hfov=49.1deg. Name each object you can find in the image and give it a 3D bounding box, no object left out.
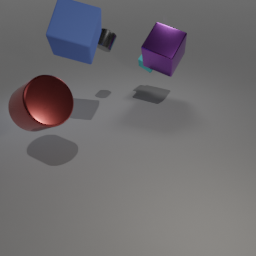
[{"bbox_3d":[-0.912,-3.567,11.414,0.700,0.700,0.700,24,-1,0],"label":"cylinder"},{"bbox_3d":[-1.728,-3.170,9.300,1.400,1.400,1.400,15,-11,-2],"label":"cube"},{"bbox_3d":[-2.461,-0.653,7.890,1.400,1.400,1.400,-27,11,-37],"label":"cylinder"},{"bbox_3d":[0.964,-3.155,13.104,0.700,0.700,0.700,34,82,11],"label":"cube"},{"bbox_3d":[1.519,-3.289,11.837,1.400,1.400,1.400,26,76,15],"label":"cube"}]
